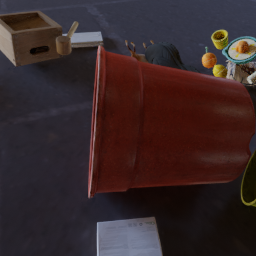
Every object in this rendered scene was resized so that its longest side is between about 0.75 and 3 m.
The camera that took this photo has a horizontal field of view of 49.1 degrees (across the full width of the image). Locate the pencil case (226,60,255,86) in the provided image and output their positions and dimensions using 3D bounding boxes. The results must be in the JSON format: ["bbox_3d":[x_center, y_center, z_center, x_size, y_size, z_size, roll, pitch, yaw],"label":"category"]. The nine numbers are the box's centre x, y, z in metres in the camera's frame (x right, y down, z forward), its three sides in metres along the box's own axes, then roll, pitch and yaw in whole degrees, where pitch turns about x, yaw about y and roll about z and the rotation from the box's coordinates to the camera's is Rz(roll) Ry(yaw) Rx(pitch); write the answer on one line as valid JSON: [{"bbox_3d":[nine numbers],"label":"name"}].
[{"bbox_3d":[3.893,-1.665,8.409,1.837,0.821,0.715,4,-5,4],"label":"pencil case"}]

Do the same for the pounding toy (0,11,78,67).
[{"bbox_3d":[-2.814,-2.899,9.579,2.442,1.272,2.780,-23,49,-33],"label":"pounding toy"}]

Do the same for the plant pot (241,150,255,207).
[{"bbox_3d":[2.928,1.000,5.001,1.264,1.313,1.313,22,43,7],"label":"plant pot"}]

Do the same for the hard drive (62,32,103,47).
[{"bbox_3d":[-1.811,-3.493,11.075,1.563,0.205,1.031,-6,40,-7],"label":"hard drive"}]

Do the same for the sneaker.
[{"bbox_3d":[1.067,-1.690,8.282,1.227,1.026,2.703,-19,45,-16],"label":"sneaker"}]

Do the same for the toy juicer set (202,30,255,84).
[{"bbox_3d":[2.463,-1.580,6.267,1.806,0.491,1.149,32,80,39],"label":"toy juicer set"}]

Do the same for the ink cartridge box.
[{"bbox_3d":[0.024,1.973,4.507,1.029,0.209,1.031,-4,40,-4],"label":"ink cartridge box"}]

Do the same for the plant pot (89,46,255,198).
[{"bbox_3d":[0.647,-0.013,5.262,2.614,2.688,2.688,4,39,-8],"label":"plant pot"}]

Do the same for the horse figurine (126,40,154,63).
[{"bbox_3d":[0.477,-2.450,9.475,1.503,0.375,0.996,-7,83,-26],"label":"horse figurine"}]
